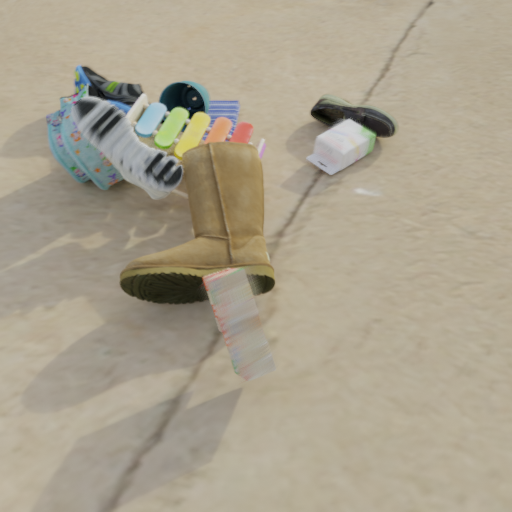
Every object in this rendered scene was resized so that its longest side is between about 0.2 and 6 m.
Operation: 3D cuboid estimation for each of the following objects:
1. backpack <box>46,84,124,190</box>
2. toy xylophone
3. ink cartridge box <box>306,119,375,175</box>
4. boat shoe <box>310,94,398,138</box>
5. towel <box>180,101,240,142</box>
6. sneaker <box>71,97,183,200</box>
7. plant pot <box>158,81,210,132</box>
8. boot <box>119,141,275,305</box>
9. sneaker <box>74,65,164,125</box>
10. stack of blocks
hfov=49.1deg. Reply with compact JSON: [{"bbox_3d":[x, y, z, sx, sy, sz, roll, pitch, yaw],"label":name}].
[{"bbox_3d":[-3.691,-2.542,12.619,1.600,1.887,2.126,-31,52,1],"label":"backpack"},{"bbox_3d":[-1.476,-2.362,12.693,3.258,0.818,2.385,14,52,-5],"label":"toy xylophone"},{"bbox_3d":[2.033,-2.636,13.507,1.527,0.514,0.894,-34,59,-30],"label":"ink cartridge box"},{"bbox_3d":[2.457,-3.440,14.370,2.363,0.865,0.766,26,58,31],"label":"boat shoe"},{"bbox_3d":[-1.449,-3.338,14.633,1.911,0.315,2.639,1,42,5],"label":"towel"},{"bbox_3d":[-2.724,-2.123,11.459,2.621,1.062,0.985,43,64,-4],"label":"sneaker"},{"bbox_3d":[-1.720,-3.898,14.254,1.216,1.216,1.143,8,27,8],"label":"plant pot"},{"bbox_3d":[-1.156,-0.743,10.844,2.910,1.099,3.323,1,56,-15],"label":"boot"},{"bbox_3d":[-3.700,-4.044,14.827,3.364,1.193,1.394,36,44,27],"label":"sneaker"},{"bbox_3d":[-0.291,1.040,8.786,0.479,1.635,0.942,-19,5,-17],"label":"stack of blocks"}]
